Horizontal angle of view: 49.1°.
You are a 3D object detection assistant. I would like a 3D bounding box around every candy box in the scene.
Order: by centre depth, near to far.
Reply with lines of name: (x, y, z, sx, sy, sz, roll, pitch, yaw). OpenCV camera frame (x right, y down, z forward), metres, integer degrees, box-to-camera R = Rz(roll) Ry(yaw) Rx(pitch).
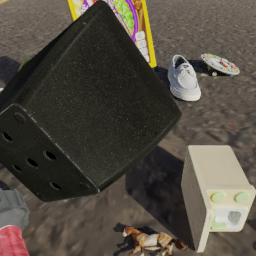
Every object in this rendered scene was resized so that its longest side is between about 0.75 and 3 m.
candy box: (-0.382, -2.253, 5.144, 1.414, 2.767, 0.365, -19, 31, -7)

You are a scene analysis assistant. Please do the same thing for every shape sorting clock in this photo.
shape sorting clock: (3.581, -2.502, 10.859, 1.582, 0.310, 1.582, 18, 33, -12)

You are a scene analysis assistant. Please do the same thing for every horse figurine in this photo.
horse figurine: (0.405, 1.871, 4.476, 1.081, 0.270, 0.716, -3, 15, 10)

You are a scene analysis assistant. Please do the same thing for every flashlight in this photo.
flashlight: (-1.437, 1.931, 3.846, 0.985, 0.989, 2.910, 8, 23, -38)

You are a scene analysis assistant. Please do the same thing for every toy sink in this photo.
toy sink: (1.543, 1.183, 4.884, 0.895, 1.042, 1.598, 0, 32, 0)

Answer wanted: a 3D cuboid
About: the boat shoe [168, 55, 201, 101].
boat shoe: (1.913, -1.790, 9.553, 0.912, 0.868, 2.534, 1, 33, 2)

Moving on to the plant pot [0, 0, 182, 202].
plant pot: (-0.618, -0.097, 3.119, 1.604, 1.600, 1.423, -20, 26, 41)

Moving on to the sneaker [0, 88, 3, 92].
sneaker: (-4.278, -1.162, 9.185, 0.877, 0.327, 0.382, 9, 22, 1)

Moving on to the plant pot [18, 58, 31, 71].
plant pot: (-2.428, -1.556, 8.920, 1.487, 1.487, 1.412, 13, 23, 19)

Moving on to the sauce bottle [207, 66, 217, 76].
sauce bottle: (3.265, -2.247, 10.825, 0.266, 0.266, 0.823, 2, 36, 2)
